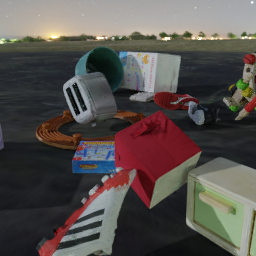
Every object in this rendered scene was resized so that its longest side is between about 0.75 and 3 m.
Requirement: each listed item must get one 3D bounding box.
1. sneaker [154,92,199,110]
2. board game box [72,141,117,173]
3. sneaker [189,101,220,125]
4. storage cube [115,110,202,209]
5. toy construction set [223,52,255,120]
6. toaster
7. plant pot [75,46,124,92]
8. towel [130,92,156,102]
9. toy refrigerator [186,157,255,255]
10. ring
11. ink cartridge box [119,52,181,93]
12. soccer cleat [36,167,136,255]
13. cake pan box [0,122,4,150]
[{"bbox_3d":[1.610,-0.905,9.459,1.475,0.578,0.852,15,12,6],"label":"sneaker"},{"bbox_3d":[-0.510,0.535,5.335,0.942,0.263,0.922,0,19,0],"label":"board game box"},{"bbox_3d":[2.173,-0.431,7.987,0.704,0.467,1.237,-1,24,-4],"label":"sneaker"},{"bbox_3d":[0.354,0.409,3.691,0.763,0.892,0.802,-28,57,-24],"label":"storage cube"},{"bbox_3d":[3.565,-0.813,7.964,2.029,1.870,2.433,46,46,16],"label":"toy construction set"},{"bbox_3d":[-0.973,-0.803,7.153,0.862,1.517,0.980,-22,-1,37],"label":"toaster"},{"bbox_3d":[-1.340,-2.333,11.725,1.844,1.844,1.480,-14,10,-37],"label":"plant pot"},{"bbox_3d":[0.642,-1.201,10.694,0.726,0.189,1.096,10,21,30],"label":"towel"},{"bbox_3d":[1.589,1.061,2.864,0.725,0.786,2.071,-16,24,-34],"label":"toy refrigerator"},{"bbox_3d":[-0.845,-0.132,7.243,2.977,0.286,2.977,-1,19,0],"label":"ring"},{"bbox_3d":[0.954,-2.345,11.723,1.514,1.554,2.418,-9,18,-44],"label":"ink cartridge box"},{"bbox_3d":[-0.300,0.991,2.973,0.602,0.485,1.414,45,56,4],"label":"soccer cleat"},{"bbox_3d":[-4.057,0.467,4.901,2.678,0.700,2.466,1,16,3],"label":"cake pan box"}]
